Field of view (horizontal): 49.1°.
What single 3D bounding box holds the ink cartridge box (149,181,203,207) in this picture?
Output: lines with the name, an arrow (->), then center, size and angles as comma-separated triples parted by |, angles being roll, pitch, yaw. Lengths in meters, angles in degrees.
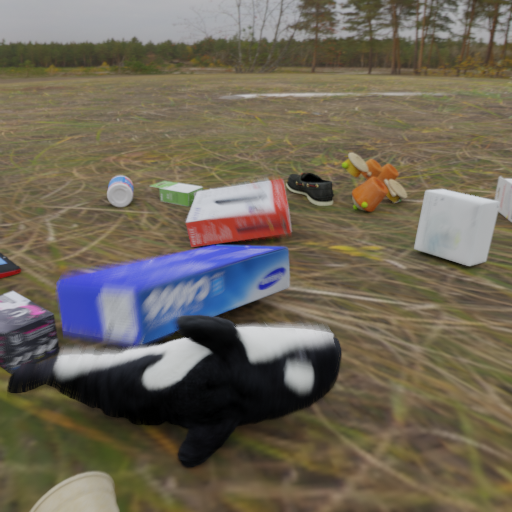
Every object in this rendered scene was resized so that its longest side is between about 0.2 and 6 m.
ink cartridge box -> -1.893, -1.486, 13.292 | 1.157, 0.343, 0.601 | 12, 26, 27

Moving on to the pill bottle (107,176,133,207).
pill bottle -> -3.182, -1.556, 13.160 | 0.578, 0.578, 1.030 | -4, 24, -10

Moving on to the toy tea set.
toy tea set -> 2.704, -1.596, 13.056 | 2.239, 0.829, 1.332 | -1, 53, -50

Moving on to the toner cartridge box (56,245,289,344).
toner cartridge box -> -0.939, 0.385, 7.508 | 1.429, 0.650, 3.009 | 4, 12, 36

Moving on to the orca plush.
orca plush -> -0.748, 1.398, 5.386 | 3.162, 1.664, 1.124 | 3, 54, -7

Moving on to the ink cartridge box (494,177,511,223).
ink cartridge box -> 5.608, -1.182, 11.985 | 0.458, 0.777, 1.350 | 1, 23, 0

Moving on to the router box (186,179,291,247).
router box -> -0.318, -0.908, 11.296 | 1.921, 0.523, 2.141 | -8, 22, 3

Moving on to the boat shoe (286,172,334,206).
boat shoe -> 1.310, -1.753, 13.655 | 0.698, 0.598, 1.908 | -9, 23, -19

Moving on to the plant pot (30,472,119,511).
plant pot -> -1.267, 2.150, 4.215 | 0.727, 0.727, 0.665 | -17, 39, -35

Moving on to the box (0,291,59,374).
box -> -3.098, 0.933, 7.128 | 1.038, 0.596, 0.686 | 19, 30, 37

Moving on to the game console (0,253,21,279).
game console -> -4.803, 0.176, 9.484 | 1.179, 0.207, 1.333 | -19, 30, -38

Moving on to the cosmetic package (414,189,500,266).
cosmetic package -> 3.518, -0.521, 9.878 | 0.680, 1.102, 1.106 | -10, 22, -44
